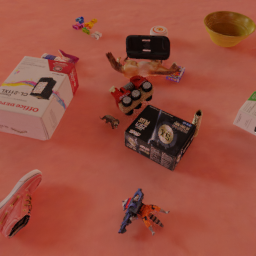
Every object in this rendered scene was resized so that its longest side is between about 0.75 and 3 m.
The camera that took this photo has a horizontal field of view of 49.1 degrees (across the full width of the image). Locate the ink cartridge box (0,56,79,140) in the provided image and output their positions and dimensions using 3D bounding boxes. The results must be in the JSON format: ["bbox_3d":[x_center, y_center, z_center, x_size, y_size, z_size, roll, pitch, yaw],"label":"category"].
[{"bbox_3d":[-3.215,-1.132,9.834,2.041,1.160,2.801,10,50,9],"label":"ink cartridge box"}]

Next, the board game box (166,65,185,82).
[{"bbox_3d":[1.949,-2.237,11.428,0.549,0.183,0.817,19,52,15],"label":"board game box"}]

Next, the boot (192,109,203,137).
[{"bbox_3d":[2.279,-0.161,9.357,0.296,0.635,0.821,17,51,14],"label":"boot"}]

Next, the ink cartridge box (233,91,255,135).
[{"bbox_3d":[4.715,-0.297,9.396,1.775,0.737,1.301,32,57,25],"label":"ink cartridge box"}]

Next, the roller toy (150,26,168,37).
[{"bbox_3d":[1.428,-4.302,12.902,0.813,0.623,0.891,32,57,24],"label":"roller toy"}]

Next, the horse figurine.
[{"bbox_3d":[0.536,-2.562,11.378,2.847,0.711,1.887,-3,44,-7],"label":"horse figurine"}]

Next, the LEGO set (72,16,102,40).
[{"bbox_3d":[-1.865,-4.944,13.443,1.701,0.649,0.698,33,57,24],"label":"LEGO set"}]

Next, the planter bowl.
[{"bbox_3d":[4.483,-4.346,12.730,2.267,0.944,2.267,0,49,0],"label":"planter bowl"}]

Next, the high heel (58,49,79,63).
[{"bbox_3d":[-2.560,-3.130,12.050,0.496,0.349,1.035,-37,63,-16],"label":"high heel"}]

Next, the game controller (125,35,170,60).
[{"bbox_3d":[0.758,-3.165,11.029,1.830,0.954,0.385,8,28,19],"label":"game controller"}]

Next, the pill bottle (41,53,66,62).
[{"bbox_3d":[-3.059,-2.687,11.553,0.958,0.573,0.573,19,52,16],"label":"pill bottle"}]

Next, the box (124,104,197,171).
[{"bbox_3d":[1.013,0.257,8.904,1.798,0.774,1.472,27,55,21],"label":"box"}]

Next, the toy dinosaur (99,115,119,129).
[{"bbox_3d":[-0.580,-0.268,9.558,0.357,0.475,0.928,-36,59,-27],"label":"toy dinosaur"}]

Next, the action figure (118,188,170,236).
[{"bbox_3d":[0.301,2.334,7.396,1.228,0.664,1.269,27,78,30],"label":"action figure"}]

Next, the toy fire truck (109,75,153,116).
[{"bbox_3d":[-0.031,-1.360,10.168,1.382,1.010,1.570,-38,64,-14],"label":"toy fire truck"}]

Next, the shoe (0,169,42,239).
[{"bbox_3d":[-2.798,2.017,7.530,0.830,0.652,1.826,29,61,21],"label":"shoe"}]
